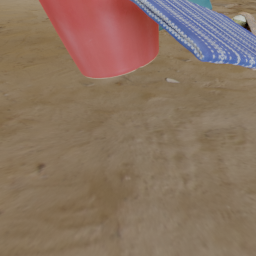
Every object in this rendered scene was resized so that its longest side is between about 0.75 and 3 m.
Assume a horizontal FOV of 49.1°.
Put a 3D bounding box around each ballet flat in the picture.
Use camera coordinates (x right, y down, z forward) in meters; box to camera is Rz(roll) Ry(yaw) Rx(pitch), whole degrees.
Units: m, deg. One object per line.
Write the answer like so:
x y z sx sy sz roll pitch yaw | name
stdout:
2.868 -2.367 7.047 0.721 0.729 2.143 17 46 -26 | ballet flat

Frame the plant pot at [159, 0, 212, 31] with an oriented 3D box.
0.997 -4.218 8.979 2.562 1.810 1.811 -23 32 17 | plant pot

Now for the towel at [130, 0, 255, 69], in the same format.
1.105 -1.212 3.626 2.485 0.296 1.799 -4 45 -41 | towel

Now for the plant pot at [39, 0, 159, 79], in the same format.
-0.466 -2.422 5.716 2.567 2.271 2.567 -13 33 8 | plant pot
